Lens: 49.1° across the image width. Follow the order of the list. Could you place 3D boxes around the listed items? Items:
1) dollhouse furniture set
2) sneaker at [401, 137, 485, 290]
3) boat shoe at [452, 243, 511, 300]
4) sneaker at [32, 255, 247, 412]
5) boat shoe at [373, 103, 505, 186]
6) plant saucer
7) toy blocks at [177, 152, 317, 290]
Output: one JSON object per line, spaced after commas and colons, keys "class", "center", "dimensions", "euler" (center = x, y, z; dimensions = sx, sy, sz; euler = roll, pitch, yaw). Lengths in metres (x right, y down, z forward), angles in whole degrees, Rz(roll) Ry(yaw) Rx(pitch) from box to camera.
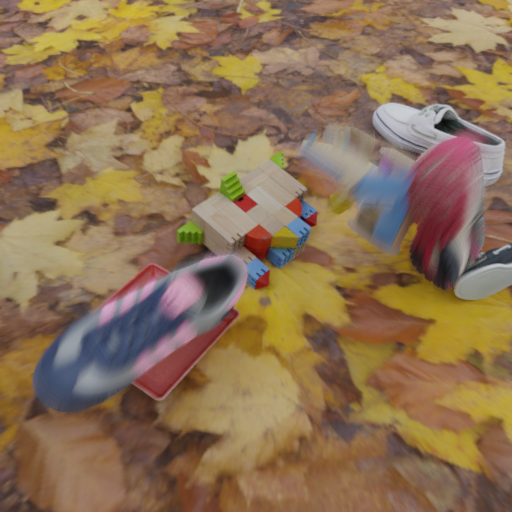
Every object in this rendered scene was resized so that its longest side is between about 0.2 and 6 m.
{"class": "dollhouse furniture set", "center": [1.258, -1.003, 8.389], "dimensions": [2.126, 1.388, 2.007], "euler": [-3, 34, -42]}
{"class": "sneaker", "center": [2.813, -0.680, 8.106], "dimensions": [0.998, 2.673, 1.078], "euler": [-38, 55, -16]}
{"class": "boat shoe", "center": [4.005, 0.201, 9.368], "dimensions": [1.985, 0.750, 0.599], "euler": [-9, 44, -22]}
{"class": "sneaker", "center": [-1.380, 0.793, 7.252], "dimensions": [1.100, 1.286, 3.135], "euler": [50, 47, 9]}
{"class": "boat shoe", "center": [3.901, -2.714, 11.914], "dimensions": [1.173, 1.065, 3.189], "euler": [-34, 55, -29]}
{"class": "plant saucer", "center": [-1.540, 1.156, 8.656], "dimensions": [1.915, 0.351, 1.911], "euler": [26, 51, 24]}
{"class": "toy blocks", "center": [0.159, -0.570, 9.913], "dimensions": [1.760, 1.286, 2.574], "euler": [41, 58, 19]}
